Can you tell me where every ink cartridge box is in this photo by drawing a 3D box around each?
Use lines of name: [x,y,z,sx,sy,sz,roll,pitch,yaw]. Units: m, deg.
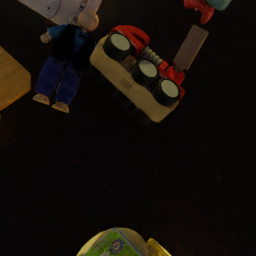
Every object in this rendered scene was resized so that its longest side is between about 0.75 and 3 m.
ink cartridge box: [-1.594,-4.251,7.478,2.335,2.918,0.690,28,39,-21]

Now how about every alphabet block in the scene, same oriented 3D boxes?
alphabet block: [0.715,3.447,5.706,1.406,1.414,1.439,-46,107,-11]

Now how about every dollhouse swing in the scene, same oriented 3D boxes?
dollhouse swing: [-4.152,-0.826,7.545,2.440,2.217,2.145,41,44,4]

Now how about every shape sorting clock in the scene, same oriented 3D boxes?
shape sorting clock: [-0.404,2.878,5.875,1.785,0.350,1.785,-16,33,10]

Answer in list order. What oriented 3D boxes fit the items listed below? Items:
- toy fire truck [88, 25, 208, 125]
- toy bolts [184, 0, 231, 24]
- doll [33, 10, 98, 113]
toy fire truck: [0.749,-1.929,7.709,2.504,1.830,2.845,42,49,-2]
toy bolts: [2.554,-4.590,8.084,2.296,1.667,2.404,26,67,-29]
doll: [-1.539,-1.909,7.802,1.961,0.696,2.873,23,86,-25]
